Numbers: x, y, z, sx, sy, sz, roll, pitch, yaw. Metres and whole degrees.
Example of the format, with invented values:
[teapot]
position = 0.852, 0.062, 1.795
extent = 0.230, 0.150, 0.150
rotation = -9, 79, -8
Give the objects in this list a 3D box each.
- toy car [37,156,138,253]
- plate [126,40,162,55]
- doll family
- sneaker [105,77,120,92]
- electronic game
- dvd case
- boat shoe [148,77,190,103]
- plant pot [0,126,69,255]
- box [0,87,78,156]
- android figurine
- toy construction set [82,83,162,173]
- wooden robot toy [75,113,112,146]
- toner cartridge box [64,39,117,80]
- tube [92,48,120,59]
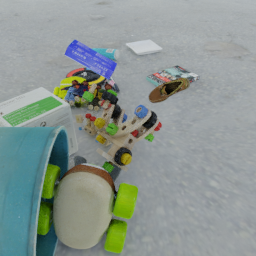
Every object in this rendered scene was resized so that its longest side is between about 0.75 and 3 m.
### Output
[toy car]
position = -0.870, 1.355, 6.744
extent = 2.053, 1.972, 2.500
rotation = 14, 25, 0
[plate]
position = 0.874, -4.459, 15.594
extent = 1.583, 0.256, 1.586
rotation = -14, 39, -19
[doll family]
position = -1.551, -1.378, 10.865
extent = 2.134, 0.837, 1.233
rotation = 14, 56, -9
[sneaker]
position = -0.679, -1.795, 12.071
extent = 0.420, 0.359, 1.023
rotation = -29, 42, -3
[electronic game]
position = -1.876, -2.287, 12.606
extent = 1.839, 0.383, 1.839
rotation = 0, 38, 0
[dvd case]
position = 2.051, -2.284, 12.745
extent = 2.008, 0.221, 1.466
rotation = -26, 44, -29
[boat shoe]
position = 0.917, -0.934, 6.815
extent = 1.153, 0.415, 0.392
rotation = -27, -7, 35
[plant pot]
position = -2.785, 1.278, 5.503
extent = 2.758, 2.935, 2.935
rotation = 6, 37, -3
[box]
position = -2.720, 0.089, 8.258
extent = 1.805, 1.814, 1.554
rotation = -31, 45, -33
[android figurine]
position = -2.231, -1.507, 11.418
extent = 1.611, 0.363, 1.770
rotation = -3, 47, -3
[toy construction set]
position = -0.207, 0.319, 7.616
extent = 1.973, 2.366, 1.818
rotation = 23, 80, 26
[wooden robot toy]
position = -1.000, -0.105, 9.507
extent = 1.730, 0.762, 0.785
rotation = 31, 36, 34
[toner cartridge box]
position = -1.252, -2.369, 9.672
extent = 1.711, 0.369, 0.813
rotation = 28, 32, -10
[tube]
position = -1.416, -4.015, 14.876
extent = 2.005, 0.505, 0.777
rotation = 15, 30, 28
